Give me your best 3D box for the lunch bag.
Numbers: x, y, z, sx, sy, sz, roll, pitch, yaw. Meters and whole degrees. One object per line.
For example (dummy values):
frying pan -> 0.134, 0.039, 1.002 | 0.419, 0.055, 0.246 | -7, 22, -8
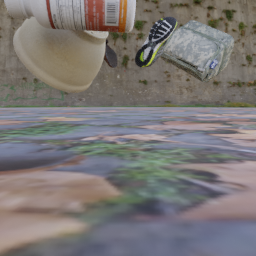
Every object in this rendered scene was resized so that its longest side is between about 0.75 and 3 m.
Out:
lunch bag -> 2.390, -2.613, 9.861 | 2.110, 1.471, 1.770 | 36, 60, 25

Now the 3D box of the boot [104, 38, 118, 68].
boot -> -1.368, -2.818, 12.111 | 0.609, 1.768, 1.897 | 2, -30, -46

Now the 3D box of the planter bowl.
planter bowl -> -1.850, -2.845, 8.909 | 1.925, 2.861, 2.861 | -42, -21, 33

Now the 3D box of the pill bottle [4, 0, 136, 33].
pill bottle -> -1.229, -3.023, 6.320 | 2.754, 1.545, 1.545 | 2, 5, -4

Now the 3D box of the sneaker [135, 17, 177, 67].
sneaker -> 0.806, -2.351, 7.755 | 0.577, 1.561, 0.632 | 45, 21, 15
